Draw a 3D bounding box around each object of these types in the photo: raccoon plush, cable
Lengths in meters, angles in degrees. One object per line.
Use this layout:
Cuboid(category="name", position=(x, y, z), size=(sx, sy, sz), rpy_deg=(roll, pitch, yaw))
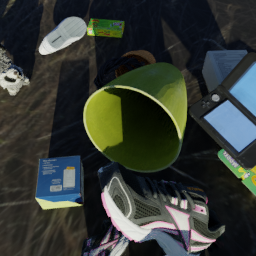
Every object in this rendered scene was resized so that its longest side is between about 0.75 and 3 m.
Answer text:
Cuboid(category="raccoon plush", position=(-3.641, -1.685, 8.171), size=(0.937, 1.297, 1.936), rpy_deg=(-43, 30, -11))
Cuboid(category="cable", position=(-0.228, -1.327, 7.520), size=(1.395, 1.138, 0.354), rpy_deg=(0, 26, 0))

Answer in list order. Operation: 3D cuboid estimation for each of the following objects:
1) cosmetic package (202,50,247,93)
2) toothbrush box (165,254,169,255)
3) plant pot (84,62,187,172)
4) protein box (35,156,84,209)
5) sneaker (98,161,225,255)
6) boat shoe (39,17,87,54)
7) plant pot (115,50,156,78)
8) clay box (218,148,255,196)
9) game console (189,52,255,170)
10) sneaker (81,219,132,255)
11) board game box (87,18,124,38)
Cuboid(category="cosmetic package", position=(2.832, -1.068, 7.475), size=(1.155, 0.815, 2.230), rpy_deg=(-2, 52, -2))
Cuboid(category="toothbrush box", position=(0.549, 2.703, 4.128), size=(0.664, 1.541, 1.122), rpy_deg=(-21, 56, -15))
Cuboid(category="plant pot", position=(0.482, -0.544, 6.493), size=(2.154, 2.154, 2.302), rpy_deg=(20, 42, 14))
Cuboid(category="protein box", position=(-1.403, 1.139, 5.916), size=(0.882, 0.600, 0.889), rpy_deg=(-5, 53, -4))
Cuboid(category="sneaker", position=(0.641, 1.230, 4.565), size=(1.163, 2.694, 1.082), rpy_deg=(-39, 37, 10))
Cuboid(category="boat shoe", position=(-2.084, -2.909, 8.773), size=(0.650, 0.716, 1.947), rpy_deg=(-14, 24, 41))
Cuboid(category="plant pot", position=(0.312, -1.668, 7.836), size=(1.141, 1.141, 0.799), rpy_deg=(16, 37, 12))
Cuboid(category="clay box", position=(3.285, 0.623, 6.317), size=(2.459, 0.585, 1.413), rpy_deg=(-26, 57, -18))
Cuboid(category="game console", position=(2.521, -0.376, 5.852), size=(1.630, 1.078, 1.853), rpy_deg=(-33, 68, -19))
Cuboid(category="sneaker", position=(-0.596, 2.321, 4.929), size=(0.707, 0.657, 1.637), rpy_deg=(34, 44, 11))
Cuboid(category="board game box", position=(-0.753, -3.436, 9.617), size=(1.171, 0.279, 0.595), rpy_deg=(7, 53, 5))
